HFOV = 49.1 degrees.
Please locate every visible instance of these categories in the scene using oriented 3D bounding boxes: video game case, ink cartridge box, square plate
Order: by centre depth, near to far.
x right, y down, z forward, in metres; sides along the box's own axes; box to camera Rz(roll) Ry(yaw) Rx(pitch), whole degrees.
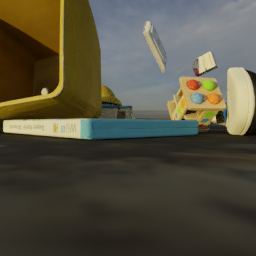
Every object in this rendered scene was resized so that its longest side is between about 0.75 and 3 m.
[{"bbox_3d":[-0.495,-0.013,3.925,1.701,0.212,2.377,0,1,-41],"label":"video game case"},{"bbox_3d":[1.087,-3.123,10.582,0.244,1.715,1.699,-20,28,21],"label":"square plate"},{"bbox_3d":[3.302,-2.745,12.077,0.960,0.705,0.398,-22,-15,36],"label":"ink cartridge box"},{"bbox_3d":[4.387,-0.686,14.724,2.246,0.940,1.630,0,-8,37],"label":"ink cartridge box"}]

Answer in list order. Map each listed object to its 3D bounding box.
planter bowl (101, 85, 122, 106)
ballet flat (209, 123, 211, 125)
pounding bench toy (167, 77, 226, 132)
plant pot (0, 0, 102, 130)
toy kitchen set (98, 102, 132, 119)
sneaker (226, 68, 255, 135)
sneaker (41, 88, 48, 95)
[{"bbox_3d":[-1.511,-1.372,13.526,2.726,1.135,2.726,0,-14,0],"label":"planter bowl"},{"bbox_3d":[3.575,-0.199,13.866,1.193,0.339,0.397,2,-36,-20],"label":"ballet flat"},{"bbox_3d":[1.278,-0.395,4.598,0.992,0.616,0.774,0,-33,-14],"label":"pounding bench toy"},{"bbox_3d":[-1.719,-1.158,5.145,2.540,2.540,2.240,-8,-17,16],"label":"plant pot"},{"bbox_3d":[-1.341,-0.893,12.370,2.235,1.643,2.789,-1,1,-42],"label":"toy kitchen set"},{"bbox_3d":[2.076,-0.352,3.894,1.339,0.875,2.394,-1,0,18],"label":"sneaker"},{"bbox_3d":[-2.499,-0.721,9.157,2.939,1.133,1.204,37,2,38],"label":"sneaker"}]
